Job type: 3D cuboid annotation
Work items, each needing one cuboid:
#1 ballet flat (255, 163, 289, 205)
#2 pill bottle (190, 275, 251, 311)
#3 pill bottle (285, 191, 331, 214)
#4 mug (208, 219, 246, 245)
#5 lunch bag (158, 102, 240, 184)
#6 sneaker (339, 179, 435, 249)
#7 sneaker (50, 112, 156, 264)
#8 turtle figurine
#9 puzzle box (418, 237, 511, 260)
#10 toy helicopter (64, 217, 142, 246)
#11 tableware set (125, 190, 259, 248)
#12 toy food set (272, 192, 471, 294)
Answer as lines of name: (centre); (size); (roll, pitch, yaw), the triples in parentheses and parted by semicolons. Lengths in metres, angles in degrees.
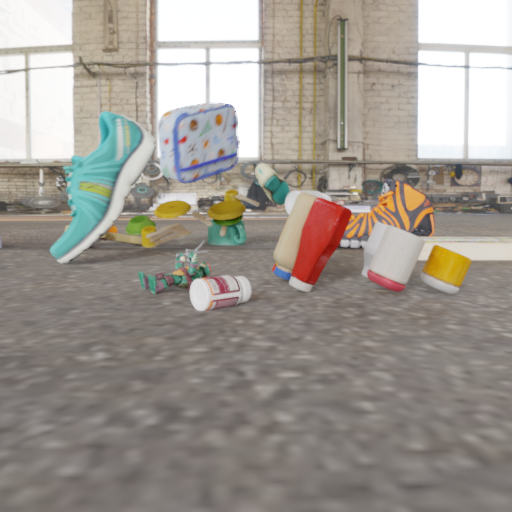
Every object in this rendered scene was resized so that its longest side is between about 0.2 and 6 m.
ballet flat: (0.306, -1.478, 11.412); (0.520, 0.520, 1.496); (2, -14, 15)
pill bottle: (-0.369, 0.382, 5.919); (0.595, 0.340, 0.340); (-5, 7, -40)
pill bottle: (1.112, -1.077, 11.689); (0.554, 0.554, 0.977); (5, 8, 43)
mug: (-0.678, -0.663, 14.455); (1.162, 0.719, 0.955); (2, 6, 19)
lunch bag: (-1.021, -2.138, 10.641); (0.675, 1.431, 1.786); (19, 30, 37)
sneaker: (2.771, -1.009, 13.364); (2.892, 1.620, 1.122); (0, 6, -1)
sneaker: (-2.980, -1.245, 10.134); (1.180, 2.962, 1.148); (32, -19, -29)
turtle figurine: (-0.920, 0.183, 7.086); (1.032, 0.520, 0.773); (-21, 1, -30)
puzzle box: (4.193, -0.169, 11.379); (2.744, 0.349, 1.826); (0, 6, 0)
toy helicopter: (-3.663, -0.465, 13.701); (1.947, 0.768, 1.287); (9, -6, -17)
tableware set: (-1.613, -0.942, 14.136); (3.111, 0.477, 2.095); (-25, 35, -27)
toy food set: (1.149, 0.070, 7.107); (2.726, 1.227, 1.301); (28, 9, 39)
